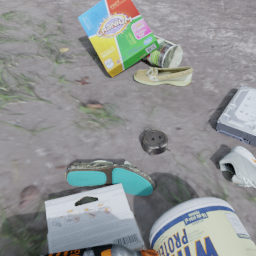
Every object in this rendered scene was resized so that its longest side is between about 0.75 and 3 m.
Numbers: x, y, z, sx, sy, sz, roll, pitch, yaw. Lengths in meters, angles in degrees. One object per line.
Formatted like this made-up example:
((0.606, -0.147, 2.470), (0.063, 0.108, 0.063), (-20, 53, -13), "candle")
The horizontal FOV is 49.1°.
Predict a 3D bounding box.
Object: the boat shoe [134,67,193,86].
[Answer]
((1.295, -2.020, 10.435), (2.147, 0.676, 0.783), (7, 42, 8), "boat shoe")

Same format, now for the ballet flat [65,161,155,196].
((-0.404, 1.107, 6.889), (2.214, 0.751, 0.834), (5, 25, 9), "ballet flat")

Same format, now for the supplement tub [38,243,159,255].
((-0.879, 2.756, 4.115), (2.904, 1.779, 1.779), (-6, 41, -8), "supplement tub")

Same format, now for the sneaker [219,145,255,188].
((3.036, 1.245, 6.780), (0.876, 0.721, 1.904), (-28, 40, -19), "sneaker")

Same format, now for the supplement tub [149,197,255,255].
((1.441, 2.492, 4.485), (1.673, 1.673, 2.307), (-10, 42, -11), "supplement tub")

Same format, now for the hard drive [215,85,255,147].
((3.979, -0.413, 8.768), (1.711, 0.463, 2.449), (24, 47, 26), "hard drive")

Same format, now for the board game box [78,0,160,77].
((-0.405, -3.643, 10.600), (2.126, 0.560, 2.779), (-32, 72, 10), "board game box")

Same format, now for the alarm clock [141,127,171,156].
((0.726, 0.313, 8.024), (0.754, 0.372, 1.118), (-12, 39, -13), "alarm clock")

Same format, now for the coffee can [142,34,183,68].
((1.255, -3.023, 11.245), (1.118, 1.118, 1.528), (-30, 49, -30), "coffee can")

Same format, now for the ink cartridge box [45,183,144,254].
((-0.762, 2.093, 5.918), (1.809, 0.405, 1.594), (-11, 42, -13), "ink cartridge box")
